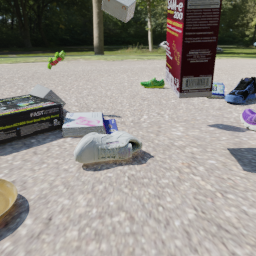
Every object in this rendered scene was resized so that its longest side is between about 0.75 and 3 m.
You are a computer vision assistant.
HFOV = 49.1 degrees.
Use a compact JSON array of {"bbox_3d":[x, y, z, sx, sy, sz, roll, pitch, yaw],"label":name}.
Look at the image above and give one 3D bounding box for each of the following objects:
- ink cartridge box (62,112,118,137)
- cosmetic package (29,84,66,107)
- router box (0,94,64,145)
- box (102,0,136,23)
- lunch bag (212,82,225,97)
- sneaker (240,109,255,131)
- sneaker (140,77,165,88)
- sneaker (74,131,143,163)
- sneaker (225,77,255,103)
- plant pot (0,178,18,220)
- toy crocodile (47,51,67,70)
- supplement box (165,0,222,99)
[{"bbox_3d":[-1.297,-0.184,9.836,1.822,0.395,1.789,-4,18,-6],"label":"ink cartridge box"},{"bbox_3d":[-3.423,-1.196,11.713,1.762,0.941,0.794,22,71,50],"label":"cosmetic package"},{"bbox_3d":[-3.999,-0.339,9.399,2.224,0.922,2.968,16,25,41],"label":"router box"},{"bbox_3d":[-0.337,-4.402,10.038,1.083,0.674,0.528,33,58,10],"label":"box"},{"bbox_3d":[4.538,-2.000,14.826,1.026,0.769,1.207,5,30,11],"label":"lunch bag"},{"bbox_3d":[4.638,-0.323,9.346,0.914,0.946,2.268,-3,18,-10],"label":"sneaker"},{"bbox_3d":[1.514,-2.838,17.409,1.563,0.653,0.579,-1,19,-1],"label":"sneaker"},{"bbox_3d":[-0.463,0.489,7.238,1.930,0.723,0.961,-15,23,-38],"label":"sneaker"},{"bbox_3d":[5.705,-1.937,13.987,0.976,1.085,2.784,16,24,39],"label":"sneaker"},{"bbox_3d":[-3.016,1.455,5.059,1.942,0.267,1.942,0,18,0],"label":"plant pot"},{"bbox_3d":[-2.940,-2.789,11.493,1.075,0.363,0.332,-27,51,27],"label":"toy crocodile"},{"bbox_3d":[1.528,-2.372,6.878,0.894,2.935,1.597,-3,25,-5],"label":"supplement box"}]
